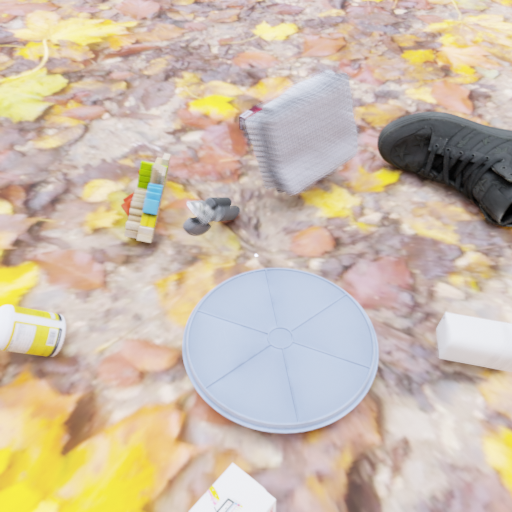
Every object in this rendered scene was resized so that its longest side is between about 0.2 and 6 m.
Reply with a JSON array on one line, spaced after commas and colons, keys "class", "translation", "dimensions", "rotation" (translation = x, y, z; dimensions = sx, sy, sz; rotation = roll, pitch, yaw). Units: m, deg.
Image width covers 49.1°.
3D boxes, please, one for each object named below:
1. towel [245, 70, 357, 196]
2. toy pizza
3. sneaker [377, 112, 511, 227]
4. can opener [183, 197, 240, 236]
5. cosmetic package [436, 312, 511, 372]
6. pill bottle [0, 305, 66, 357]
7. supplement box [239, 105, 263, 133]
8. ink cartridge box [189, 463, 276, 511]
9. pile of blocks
[{"class": "towel", "translation": [0.927, -2.215, 10.248], "dimensions": [2.020, 1.672, 0.864], "rotation": [-34, 43, -18]}, {"class": "toy pizza", "translation": [0.356, 1.352, 8.430], "dimensions": [2.909, 0.461, 2.909], "rotation": [1, 47, -1]}, {"class": "sneaker", "translation": [4.443, -1.531, 10.624], "dimensions": [4.233, 1.271, 2.208], "rotation": [9, 42, 4]}, {"class": "can opener", "translation": [-0.831, -0.715, 9.938], "dimensions": [0.477, 0.598, 1.790], "rotation": [45, 15, 7]}, {"class": "cosmetic package", "translation": [3.268, 1.256, 8.215], "dimensions": [1.095, 0.464, 0.589], "rotation": [10, 46, 3]}, {"class": "pill bottle", "translation": [-3.463, 1.084, 8.209], "dimensions": [1.168, 0.655, 0.655], "rotation": [18, 35, -36]}, {"class": "supplement box", "translation": [0.259, -2.947, 12.633], "dimensions": [1.177, 0.358, 0.640], "rotation": [28, 52, 26]}, {"class": "ink cartridge box", "translation": [-0.330, 3.123, 6.540], "dimensions": [0.707, 0.719, 0.977], "rotation": [31, 53, 27]}, {"class": "pile of blocks", "translation": [-2.109, -1.187, 10.477], "dimensions": [0.693, 0.915, 2.230], "rotation": [10, 46, -8]}]
